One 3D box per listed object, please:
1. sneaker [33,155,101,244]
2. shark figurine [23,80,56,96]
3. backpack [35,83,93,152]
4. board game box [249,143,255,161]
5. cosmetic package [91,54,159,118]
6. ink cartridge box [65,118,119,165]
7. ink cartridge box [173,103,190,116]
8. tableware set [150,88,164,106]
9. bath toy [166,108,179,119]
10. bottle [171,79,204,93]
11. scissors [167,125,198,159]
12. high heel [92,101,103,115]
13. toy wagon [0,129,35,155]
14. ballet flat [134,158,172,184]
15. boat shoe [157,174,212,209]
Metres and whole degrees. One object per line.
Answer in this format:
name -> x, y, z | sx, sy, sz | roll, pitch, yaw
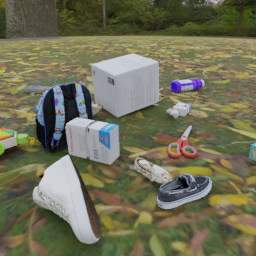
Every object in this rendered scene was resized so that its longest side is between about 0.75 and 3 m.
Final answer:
sneaker -> -1.453, 1.717, 6.330 | 1.181, 1.016, 2.790 | -28, 29, -10
shark figurine -> -4.911, -2.351, 15.757 | 1.926, 0.804, 1.150 | -11, 27, -19
backpack -> -2.229, -0.535, 9.676 | 2.005, 2.197, 1.478 | -16, 28, -32
board game box -> 5.252, 0.749, 8.818 | 2.242, 0.526, 1.692 | -16, 28, -32
cosmetic package -> -0.110, -2.046, 12.955 | 2.441, 2.014, 2.012 | -22, 35, -28
ink cartridge box -> -1.110, 0.383, 8.877 | 1.566, 1.143, 0.660 | 12, 28, 23
ink cartridge box -> 2.439, -0.857, 12.777 | 0.596, 0.344, 0.822 | 12, 26, 25
tableware set -> 0.368, -1.798, 14.676 | 2.865, 0.574, 1.894 | 6, 24, 14
bath toy -> 1.954, -0.622, 11.954 | 0.453, 0.385, 1.041 | -25, 11, 2
bottle -> 3.471, -2.465, 16.151 | 1.956, 0.639, 0.817 | -10, 22, -22
scissors -> 1.914, 0.391, 10.067 | 0.986, 0.188, 2.695 | 1, 25, 8
high heel -> -2.107, -1.137, 12.736 | 2.337, 0.834, 1.666 | -4, 28, 13
toy wagon -> -4.385, 0.420, 9.210 | 2.519, 0.498, 1.955 | -8, 15, -19
ballet flat -> 0.633, 1.155, 7.698 | 1.274, 0.407, 0.482 | 17, 46, 41
boat shoe -> 1.467, 1.451, 7.085 | 1.744, 0.591, 0.626 | -13, 26, -28
